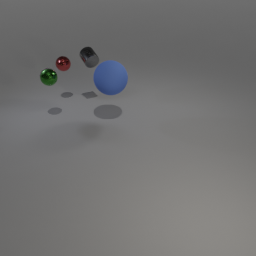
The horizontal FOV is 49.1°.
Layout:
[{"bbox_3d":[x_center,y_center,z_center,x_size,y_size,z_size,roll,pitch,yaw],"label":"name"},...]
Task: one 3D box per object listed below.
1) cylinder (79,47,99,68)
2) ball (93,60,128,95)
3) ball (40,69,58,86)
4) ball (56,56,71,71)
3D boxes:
[{"bbox_3d":[-1.771,-3.234,12.822,0.700,0.700,0.700,-17,55,-26],"label":"cylinder"},{"bbox_3d":[-0.706,-2.039,11.420,1.400,1.400,1.400,0,30,0],"label":"ball"},{"bbox_3d":[-3.237,-2.076,11.452,0.700,0.700,0.700,0,30,0],"label":"ball"},{"bbox_3d":[-3.048,-3.022,13.172,0.700,0.700,0.700,0,30,0],"label":"ball"}]
